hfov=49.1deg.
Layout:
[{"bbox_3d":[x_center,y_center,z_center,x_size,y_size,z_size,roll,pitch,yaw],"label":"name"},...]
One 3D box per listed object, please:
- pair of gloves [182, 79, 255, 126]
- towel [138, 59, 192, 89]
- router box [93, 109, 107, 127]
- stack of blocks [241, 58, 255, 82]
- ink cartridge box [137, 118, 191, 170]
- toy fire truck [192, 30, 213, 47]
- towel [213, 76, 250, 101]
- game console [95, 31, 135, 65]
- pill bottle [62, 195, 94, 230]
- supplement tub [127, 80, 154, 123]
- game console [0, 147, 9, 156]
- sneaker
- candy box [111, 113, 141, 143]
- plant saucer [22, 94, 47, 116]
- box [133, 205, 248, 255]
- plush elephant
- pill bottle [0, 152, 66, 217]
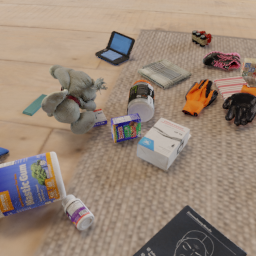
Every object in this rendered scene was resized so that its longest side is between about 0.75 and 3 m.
[{"bbox_3d":[3.914,-1.146,11.824,2.984,0.369,2.658,16,48,22],"label":"pair of gloves"},{"bbox_3d":[1.764,-2.759,13.694,1.965,0.352,2.041,-29,49,-28],"label":"towel"},{"bbox_3d":[-1.346,-0.378,11.152,0.865,0.211,0.776,-15,44,-16],"label":"router box"},{"bbox_3d":[6.239,-2.690,13.159,1.670,0.962,0.489,8,43,9],"label":"stack of blocks"},{"bbox_3d":[1.361,0.395,9.938,1.199,0.690,2.070,24,47,24],"label":"ink cartridge box"},{"bbox_3d":[4.504,-5.280,16.291,1.294,0.833,1.139,-27,47,-13],"label":"toy fire truck"},{"bbox_3d":[4.782,-1.693,12.602,1.387,0.283,1.895,-6,42,-3],"label":"towel"},{"bbox_3d":[-0.719,-4.271,14.871,1.736,1.027,1.482,32,50,31],"label":"game console"},{"bbox_3d":[-1.439,2.344,7.885,0.544,0.544,0.977,-30,50,-29],"label":"pill bottle"},{"bbox_3d":[0.543,-1.140,11.355,1.069,1.069,1.745,3,43,4],"label":"supplement tub"},{"bbox_3d":[-5.446,1.204,9.415,2.077,1.229,1.773,13,75,15],"label":"game console"},{"bbox_3d":[4.762,-3.308,14.108,1.977,0.781,0.943,-2,53,0],"label":"sneaker"},{"bbox_3d":[-0.071,0.001,10.234,1.041,0.880,0.401,-12,40,-11],"label":"candy box"},{"bbox_3d":[-3.874,-1.023,11.939,0.502,0.136,1.435,16,43,16],"label":"plant saucer"},{"bbox_3d":[1.227,3.244,6.369,2.286,1.224,1.697,-31,50,-30],"label":"box"},{"bbox_3d":[-2.121,-0.961,10.220,2.664,2.194,2.063,9,55,51],"label":"plush elephant"},{"bbox_3d":[-3.191,1.665,7.957,2.591,1.452,1.452,-14,44,-16],"label":"pill bottle"}]
